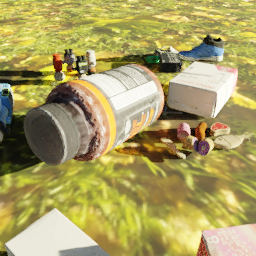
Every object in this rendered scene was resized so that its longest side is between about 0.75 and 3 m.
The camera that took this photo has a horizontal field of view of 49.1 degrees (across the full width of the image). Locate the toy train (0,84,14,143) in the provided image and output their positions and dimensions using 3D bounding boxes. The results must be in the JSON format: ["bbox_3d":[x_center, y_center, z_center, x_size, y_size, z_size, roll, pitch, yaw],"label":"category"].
[{"bbox_3d":[-3.453,-0.284,6.608,1.334,1.012,2.336,-3,33,-16],"label":"toy train"}]

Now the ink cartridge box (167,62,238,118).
[{"bbox_3d":[2.171,-1.171,8.085,1.406,0.794,1.919,18,37,27],"label":"ink cartridge box"}]

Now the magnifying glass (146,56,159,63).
[{"bbox_3d":[1.360,-2.811,11.265,1.345,0.151,0.535,-15,35,-18],"label":"magnifying glass"}]

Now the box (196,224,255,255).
[{"bbox_3d":[1.551,2.260,2.309,1.254,1.359,2.648,-5,34,-7],"label":"box"}]

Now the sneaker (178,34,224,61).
[{"bbox_3d":[2.878,-3.207,11.053,1.797,1.000,0.690,4,33,7],"label":"sneaker"}]

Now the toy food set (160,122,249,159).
[{"bbox_3d":[1.750,0.146,6.469,1.843,0.290,1.172,-14,33,-24],"label":"toy food set"}]

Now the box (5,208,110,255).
[{"bbox_3d":[-0.633,1.858,3.291,1.537,0.956,0.749,26,41,34],"label":"box"}]

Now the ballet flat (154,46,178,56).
[{"bbox_3d":[1.619,-3.174,11.586,1.110,0.399,0.399,-7,34,-11],"label":"ballet flat"}]

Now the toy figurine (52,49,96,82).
[{"bbox_3d":[-1.786,-2.094,9.502,1.351,0.940,1.330,6,28,12],"label":"toy figurine"}]

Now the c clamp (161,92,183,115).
[{"bbox_3d":[0.839,-0.767,8.043,1.173,0.186,1.373,2,35,-7],"label":"c clamp"}]

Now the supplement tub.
[{"bbox_3d":[-0.588,-0.318,5.797,1.595,1.595,2.982,21,31,29],"label":"supplement tub"}]

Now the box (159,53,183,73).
[{"bbox_3d":[1.561,-2.444,10.422,0.744,0.415,1.053,3,33,-1],"label":"box"}]
